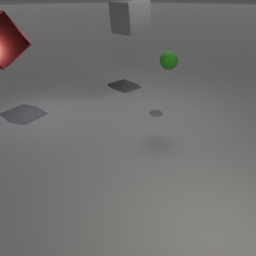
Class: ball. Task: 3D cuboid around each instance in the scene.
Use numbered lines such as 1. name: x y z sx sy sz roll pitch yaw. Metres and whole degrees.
1. ball: 1.559 -2.574 10.647 0.700 0.700 0.700 0 28 0

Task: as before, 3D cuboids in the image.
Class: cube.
1. cube: -4.602 -3.049 9.863 1.400 1.400 1.400 18 62 48
2. cube: 0.116 -5.192 13.026 1.400 1.400 1.400 -28 37 -33
